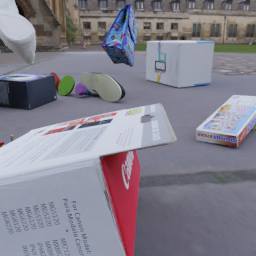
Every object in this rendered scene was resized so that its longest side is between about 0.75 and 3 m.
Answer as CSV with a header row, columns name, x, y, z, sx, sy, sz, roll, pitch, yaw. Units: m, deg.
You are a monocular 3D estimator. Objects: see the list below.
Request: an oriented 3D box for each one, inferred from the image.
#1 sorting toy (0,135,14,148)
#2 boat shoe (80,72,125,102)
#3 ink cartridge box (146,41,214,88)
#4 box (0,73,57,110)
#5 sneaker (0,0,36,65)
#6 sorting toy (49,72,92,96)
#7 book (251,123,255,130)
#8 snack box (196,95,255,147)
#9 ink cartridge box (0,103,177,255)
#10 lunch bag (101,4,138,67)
name,x,y,z,sx,sy,sz,roll,pitch,yaw
sorting toy,-2.586,0.474,5.828,1.091,0.383,2.262,14,23,36
boat shoe,-0.942,-1.762,11.560,0.852,0.994,2.718,-5,22,-39
ink cartridge box,2.651,-3.523,14.974,2.195,2.185,2.992,-9,21,-26
box,-3.909,-1.453,10.551,1.742,1.082,1.756,7,20,17
sneaker,-3.156,-2.711,7.241,0.983,1.156,2.613,-26,68,-18
sorting toy,-2.583,-1.786,12.469,2.655,0.920,0.914,18,-3,37
book,3.369,-0.191,8.093,1.155,0.278,0.772,5,17,24
snack box,2.898,-0.307,7.570,1.021,0.345,2.841,10,29,36
ink cartridge box,-0.515,0.544,3.368,2.227,1.064,2.536,-13,11,7
lunch bag,-0.130,-3.861,11.495,0.990,2.104,1.584,14,-9,18
